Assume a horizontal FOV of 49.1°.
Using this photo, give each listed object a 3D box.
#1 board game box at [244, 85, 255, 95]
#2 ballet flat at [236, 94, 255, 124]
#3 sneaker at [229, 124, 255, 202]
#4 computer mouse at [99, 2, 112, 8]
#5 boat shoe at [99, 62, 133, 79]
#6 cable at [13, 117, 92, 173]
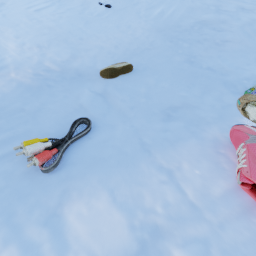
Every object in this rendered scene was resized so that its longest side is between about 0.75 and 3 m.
[{"bbox_3d":[4.666,-1.121,8.931,1.660,0.242,1.117,-29,53,-25],"label":"board game box"},{"bbox_3d":[1.808,-0.061,3.405,1.064,0.375,0.347,28,29,18],"label":"ballet flat"},{"bbox_3d":[2.956,0.883,6.573,1.102,0.936,2.540,-13,49,-11],"label":"sneaker"},{"bbox_3d":[-1.121,-6.001,13.580,0.832,0.142,0.244,29,54,25],"label":"computer mouse"},{"bbox_3d":[-0.430,-2.005,9.676,1.208,0.447,0.401,-13,35,-15],"label":"boat shoe"},{"bbox_3d":[-1.752,0.365,7.312,2.231,0.561,1.083,-32,56,-27],"label":"cable"}]
